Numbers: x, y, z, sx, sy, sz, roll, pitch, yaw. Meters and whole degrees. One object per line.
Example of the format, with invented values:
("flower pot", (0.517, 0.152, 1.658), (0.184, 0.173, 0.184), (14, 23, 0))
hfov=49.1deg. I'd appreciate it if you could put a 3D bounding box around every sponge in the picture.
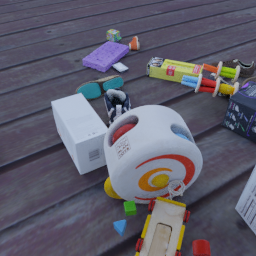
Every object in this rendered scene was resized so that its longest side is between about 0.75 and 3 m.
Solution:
("sponge", (-1.133, -3.834, 14.812), (1.385, 0.370, 2.483), (21, 46, 22))

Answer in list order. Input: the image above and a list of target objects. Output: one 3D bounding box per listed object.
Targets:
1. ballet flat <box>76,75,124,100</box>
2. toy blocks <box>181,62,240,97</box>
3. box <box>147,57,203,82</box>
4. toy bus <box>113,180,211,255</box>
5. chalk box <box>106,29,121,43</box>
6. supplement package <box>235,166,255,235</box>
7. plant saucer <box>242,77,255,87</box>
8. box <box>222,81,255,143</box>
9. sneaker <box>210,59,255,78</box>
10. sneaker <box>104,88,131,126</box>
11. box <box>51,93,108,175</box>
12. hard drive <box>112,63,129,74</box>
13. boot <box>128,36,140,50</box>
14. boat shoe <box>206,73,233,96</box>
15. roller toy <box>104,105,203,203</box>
("ballet flat", (-1.289, -1.793, 12.443), (2.263, 0.798, 0.739), (-17, 19, -22))
("toy blocks", (3.428, -2.129, 11.696), (2.197, 0.798, 1.831), (15, 55, 6))
("box", (2.221, -2.728, 13.388), (2.513, 0.630, 0.946), (16, 45, 16))
("toy bus", (0.883, 2.704, 7.083), (2.128, 1.099, 2.008), (-21, 51, -15))
("chalk box", (-0.782, -5.376, 16.388), (0.840, 0.520, 0.523), (26, 49, 26))
("supplement package", (4.696, 2.192, 6.785), (2.253, 2.236, 2.969), (-15, 45, -16))
("plant saucer", (6.164, -1.551, 12.329), (2.277, 0.335, 2.277), (1, 43, 0))
("box", (5.094, -0.358, 10.210), (1.610, 1.397, 2.634), (-34, 52, -31))
("sneaker", (5.083, -3.061, 13.643), (2.090, 0.789, 0.736), (12, 44, 12))
("sneaker", (-0.381, -1.103, 10.887), (0.982, 1.602, 2.461), (3, 42, 2))
("box", (-1.612, 0.130, 9.616), (1.165, 1.487, 2.391), (-20, 46, -21))
("hard drive", (-0.401, -3.022, 14.085), (0.538, 0.146, 0.771), (-26, 49, -25))
("boot", (0.292, -4.806, 15.849), (0.641, 0.448, 1.195), (-7, 43, 0))
("boat shoe", (4.235, -1.645, 12.355), (0.647, 0.749, 2.062), (-44, 53, 5))
("roller toy", (0.648, 0.850, 8.006), (2.822, 2.574, 1.972), (-8, 43, -9))
